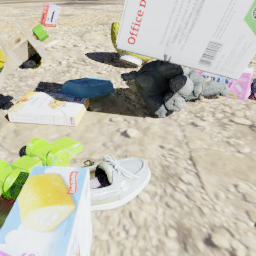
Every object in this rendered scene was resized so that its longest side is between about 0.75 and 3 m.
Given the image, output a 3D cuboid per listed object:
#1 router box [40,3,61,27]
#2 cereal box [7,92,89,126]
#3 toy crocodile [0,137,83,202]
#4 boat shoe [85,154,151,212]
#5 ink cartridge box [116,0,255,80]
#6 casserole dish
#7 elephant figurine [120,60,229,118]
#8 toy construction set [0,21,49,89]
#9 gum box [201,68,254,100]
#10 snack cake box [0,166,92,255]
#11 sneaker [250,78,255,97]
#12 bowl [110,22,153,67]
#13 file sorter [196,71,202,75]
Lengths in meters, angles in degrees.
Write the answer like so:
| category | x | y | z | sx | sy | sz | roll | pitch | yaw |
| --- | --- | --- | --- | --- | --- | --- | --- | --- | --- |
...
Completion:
| category | x | y | z | sx | sy | sz | roll | pitch | yaw |
| --- | --- | --- | --- | --- | --- | --- | --- | --- | --- |
| router box | -2.794 | -4.047 | 10.072 | 0.208 | 0.764 | 0.851 | 24 | 22 | 5 |
| cereal box | -2.498 | -0.661 | 9.105 | 2.186 | 0.432 | 1.573 | 3 | 30 | 5 |
| toy crocodile | -2.113 | 0.933 | 6.084 | 0.962 | 0.880 | 2.850 | 17 | 29 | 27 |
| boat shoe | -0.700 | 1.099 | 5.648 | 2.651 | 0.850 | 0.977 | -14 | 33 | -23 |
| ink cartridge box | 1.313 | -2.325 | 5.522 | 2.757 | 2.014 | 1.163 | 14 | 48 | -5 |
| casserole dish | -1.424 | -1.523 | 10.200 | 1.363 | 0.436 | 2.250 | 15 | 22 | 27 |
| elephant figurine | 1.731 | -1.503 | 9.537 | 2.083 | 2.284 | 2.944 | -31 | -4 | 37 |
| toy construction set | -2.695 | -1.639 | 5.347 | 2.277 | 2.471 | 2.963 | -32 | 30 | -9 |
| gum box | 3.660 | -1.751 | 10.394 | 1.823 | 1.035 | 0.603 | 16 | 33 | 25 |
| snack cake box | -1.079 | 1.906 | 3.553 | 0.903 | 1.545 | 2.687 | 3 | 29 | 0 |
| sneaker | 5.380 | -1.489 | 10.367 | 1.615 | 0.614 | 1.167 | 0 | 33 | 2 |
| bowl | 0.290 | -3.744 | 13.119 | 2.680 | 1.442 | 2.680 | 19 | 6 | -2 |
| file sorter | 2.811 | -2.654 | 12.075 | 1.480 | 0.928 | 1.029 | 8 | 31 | 13 |
